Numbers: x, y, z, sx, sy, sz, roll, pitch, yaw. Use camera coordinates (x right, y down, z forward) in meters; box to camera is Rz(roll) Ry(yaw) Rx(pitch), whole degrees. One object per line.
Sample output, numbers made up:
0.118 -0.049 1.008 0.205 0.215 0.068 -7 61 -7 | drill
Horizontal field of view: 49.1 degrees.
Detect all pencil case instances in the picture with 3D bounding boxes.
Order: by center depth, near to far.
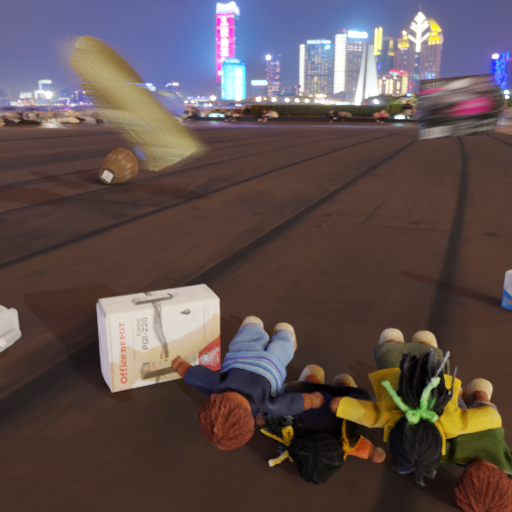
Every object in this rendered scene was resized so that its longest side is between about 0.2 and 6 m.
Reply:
-2.077 -2.743 12.065 0.683 1.752 0.761 -32 77 -39 | pencil case

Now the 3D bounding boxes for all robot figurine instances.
-2.946 0.851 6.006 0.782 0.521 0.922 0 16 12 | robot figurine

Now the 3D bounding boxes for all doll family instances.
0.718 1.157 4.255 2.757 1.082 1.593 -1 20 14 | doll family

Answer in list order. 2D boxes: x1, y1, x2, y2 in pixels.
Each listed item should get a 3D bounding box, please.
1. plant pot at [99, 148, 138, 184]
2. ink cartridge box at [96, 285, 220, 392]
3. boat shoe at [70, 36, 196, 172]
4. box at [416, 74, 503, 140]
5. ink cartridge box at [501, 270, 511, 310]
-4.358 -2.646 17.271 1.071 1.071 1.146 3 27 10 | plant pot
-0.966 0.801 5.617 1.141 0.831 0.484 -7 18 -22 | ink cartridge box
-1.868 -2.068 8.279 0.922 1.069 2.932 -35 -17 7 | boat shoe
3.010 -2.229 8.402 1.079 0.713 0.619 -3 54 7 | box
3.630 0.521 7.137 0.298 0.515 0.887 -10 19 -31 | ink cartridge box
